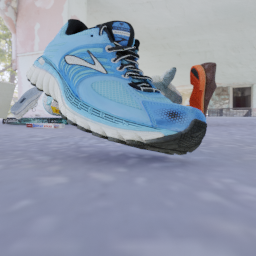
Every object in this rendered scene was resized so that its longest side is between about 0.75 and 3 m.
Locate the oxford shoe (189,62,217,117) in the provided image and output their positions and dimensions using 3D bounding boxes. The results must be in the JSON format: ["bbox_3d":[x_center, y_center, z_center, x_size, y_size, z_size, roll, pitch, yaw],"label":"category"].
[{"bbox_3d":[2.418,-1.017,8.744,0.784,2.162,0.769,-20,43,-12],"label":"oxford shoe"}]

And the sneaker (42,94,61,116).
[{"bbox_3d":[-1.255,-0.997,9.897,2.982,1.186,1.947,-3,-11,-39],"label":"sneaker"}]

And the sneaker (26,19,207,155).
[{"bbox_3d":[-0.187,-0.503,2.452,2.106,0.947,0.825,35,12,39],"label":"sneaker"}]

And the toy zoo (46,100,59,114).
[{"bbox_3d":[-1.576,-0.525,7.502,1.200,0.123,0.787,14,-26,-10],"label":"toy zoo"}]

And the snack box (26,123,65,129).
[{"bbox_3d":[-2.125,-0.058,7.176,1.038,0.126,0.373,2,3,33],"label":"snack box"}]

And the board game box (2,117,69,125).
[{"bbox_3d":[-3.137,-0.236,9.604,1.821,0.256,1.232,1,3,17],"label":"board game box"}]

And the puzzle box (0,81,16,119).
[{"bbox_3d":[-2.251,-0.472,4.332,0.120,0.626,0.942,28,13,31],"label":"puzzle box"}]

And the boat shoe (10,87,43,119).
[{"bbox_3d":[-2.958,-0.720,8.447,0.460,0.531,1.246,17,53,21],"label":"boat shoe"}]

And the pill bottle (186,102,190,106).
[{"bbox_3d":[2.327,-0.641,10.239,0.498,0.897,0.498,20,8,-3],"label":"pill bottle"}]

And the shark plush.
[{"bbox_3d":[0.711,-0.788,8.085,1.342,1.230,2.954,-16,14,34],"label":"shark plush"}]
